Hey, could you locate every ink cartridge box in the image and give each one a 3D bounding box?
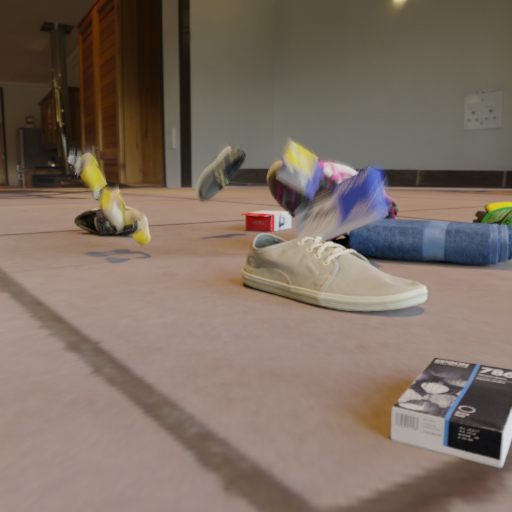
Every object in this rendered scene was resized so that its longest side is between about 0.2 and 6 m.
[{"bbox_3d":[0.272,-0.942,15.200,0.832,0.482,1.433,5,11,31],"label":"ink cartridge box"},{"bbox_3d":[0.813,-1.524,9.913,0.773,0.764,0.182,27,-30,-8],"label":"ink cartridge box"},{"bbox_3d":[1.444,0.974,3.852,0.664,0.262,1.335,4,9,30],"label":"ink cartridge box"},{"bbox_3d":[1.419,-0.813,9.724,0.372,0.792,1.685,12,-25,-44],"label":"ink cartridge box"}]

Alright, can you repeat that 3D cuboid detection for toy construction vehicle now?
[{"bbox_3d":[-2.666,-1.081,10.429,0.592,1.463,1.680,-35,51,-11],"label":"toy construction vehicle"}]

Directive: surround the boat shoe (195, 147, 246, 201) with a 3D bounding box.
[{"bbox_3d":[-0.829,-1.932,13.158,0.481,1.598,0.570,16,-26,40],"label":"boat shoe"}]

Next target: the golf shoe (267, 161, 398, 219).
[{"bbox_3d":[1.394,-1.327,11.376,3.096,1.124,1.426,14,32,-35],"label":"golf shoe"}]

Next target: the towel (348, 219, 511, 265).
[{"bbox_3d":[3.176,-0.249,10.234,2.815,0.683,1.572,5,11,23],"label":"towel"}]

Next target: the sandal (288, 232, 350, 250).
[{"bbox_3d":[1.324,-0.348,11.358,2.259,0.509,0.848,-4,10,-23],"label":"sandal"}]

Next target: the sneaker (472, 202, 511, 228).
[{"bbox_3d":[6.201,-0.593,11.660,3.047,1.189,1.298,-11,18,-9],"label":"sneaker"}]

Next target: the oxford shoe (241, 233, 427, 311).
[{"bbox_3d":[0.870,0.169,7.256,2.761,0.797,1.038,12,11,43],"label":"oxford shoe"}]

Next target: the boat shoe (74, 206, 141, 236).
[{"bbox_3d":[-3.669,-0.797,13.800,2.120,0.776,0.687,0,16,40],"label":"boat shoe"}]
